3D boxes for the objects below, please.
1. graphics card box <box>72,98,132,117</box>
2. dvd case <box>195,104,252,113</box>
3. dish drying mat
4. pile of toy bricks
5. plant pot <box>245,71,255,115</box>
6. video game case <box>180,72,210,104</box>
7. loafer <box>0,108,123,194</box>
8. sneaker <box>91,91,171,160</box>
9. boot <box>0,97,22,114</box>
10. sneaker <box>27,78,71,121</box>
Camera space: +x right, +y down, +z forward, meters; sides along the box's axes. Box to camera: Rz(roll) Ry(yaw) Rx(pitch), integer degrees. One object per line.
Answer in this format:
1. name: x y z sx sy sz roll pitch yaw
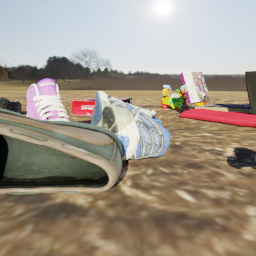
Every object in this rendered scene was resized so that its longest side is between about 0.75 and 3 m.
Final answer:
1. graphics card box: -0.917 -0.835 10.793 1.494 0.606 2.381 3 9 21
2. dvd case: 4.531 -0.856 11.977 2.633 0.210 1.958 6 11 43
3. dish drying mat: 2.991 -0.321 8.738 1.089 0.258 2.835 -10 14 -34
4. pile of toy bricks: 2.239 -1.214 12.340 2.093 1.033 1.161 13 -27 34
5. plant pot: 4.897 -1.023 8.923 1.777 1.577 1.773 8 12 44
6. video game case: 2.245 -1.349 9.346 0.972 1.073 0.192 -10 -8 -36
7. loafer: -1.350 0.296 3.042 2.626 0.944 0.826 1 15 -5
8. sneaker: -0.042 -0.002 5.163 1.141 1.032 2.678 8 14 -16
9. boot: -5.146 -0.752 9.744 2.167 0.711 1.786 6 -2 7
10. sneaker: -1.391 -0.222 4.936 0.819 1.288 2.259 -4 11 -34
